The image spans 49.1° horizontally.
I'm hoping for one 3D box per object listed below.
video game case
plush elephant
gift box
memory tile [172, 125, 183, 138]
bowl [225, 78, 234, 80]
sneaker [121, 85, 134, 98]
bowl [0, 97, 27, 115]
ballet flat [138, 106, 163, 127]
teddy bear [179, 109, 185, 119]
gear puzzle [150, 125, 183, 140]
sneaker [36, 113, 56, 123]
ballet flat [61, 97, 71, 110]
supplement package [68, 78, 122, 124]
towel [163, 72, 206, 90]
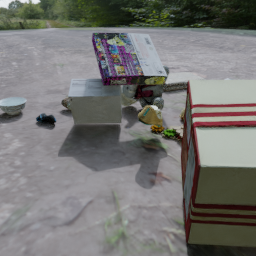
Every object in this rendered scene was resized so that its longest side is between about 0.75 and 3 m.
[{"bbox_3d":[-0.001,-2.512,10.009,2.239,0.442,2.470,-4,53,-17],"label":"video game case"},{"bbox_3d":[0.546,-1.629,11.594,1.728,1.839,2.232,12,-5,-6],"label":"plush elephant"},{"bbox_3d":[2.437,0.564,5.035,2.712,2.905,2.680,1,47,5],"label":"gift box"},{"bbox_3d":[2.043,0.166,9.133,0.892,0.098,1.163,-7,26,-14],"label":"memory tile"},{"bbox_3d":[4.558,-1.032,10.394,2.601,0.972,2.605,10,22,-20],"label":"bowl"},{"bbox_3d":[0.130,-1.720,13.139,1.157,0.576,0.433,18,29,31],"label":"sneaker"},{"bbox_3d":[-4.652,-0.852,11.343,1.096,0.492,1.096,0,24,0],"label":"bowl"},{"bbox_3d":[0.812,-0.367,8.671,0.645,0.593,1.880,29,7,13],"label":"ballet flat"},{"bbox_3d":[3.055,-0.535,10.591,2.225,0.743,1.613,-3,16,12],"label":"teddy bear"},{"bbox_3d":[1.719,0.082,9.583,1.991,0.261,1.031,13,28,25],"label":"gear puzzle"},{"bbox_3d":[-3.035,-0.302,10.416,0.944,0.345,0.386,9,35,38],"label":"sneaker"},{"bbox_3d":[-1.979,-0.924,11.459,1.693,0.576,0.569,2,32,7],"label":"ballet flat"},{"bbox_3d":[-1.099,-0.935,9.940,1.745,1.359,0.967,-1,48,0],"label":"supplement package"},{"bbox_3d":[2.686,-2.528,15.068,2.672,0.461,1.771,-10,28,-21],"label":"towel"}]
